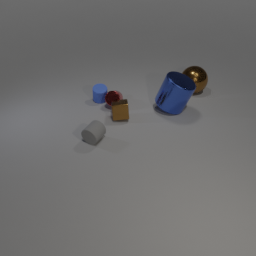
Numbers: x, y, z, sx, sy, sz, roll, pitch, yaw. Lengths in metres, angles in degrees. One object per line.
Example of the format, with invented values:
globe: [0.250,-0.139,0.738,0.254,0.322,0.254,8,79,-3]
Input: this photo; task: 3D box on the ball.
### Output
ball: [3.368,-2.467,14.310,1.400,1.400,1.400,0,32,0]

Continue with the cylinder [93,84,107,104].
cylinder: [-1.347,-1.661,13.518,0.700,0.700,0.700,2,51,-3]

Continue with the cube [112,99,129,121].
cube: [-0.333,-0.792,12.130,0.700,0.700,0.700,-5,25,-1]

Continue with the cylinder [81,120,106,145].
cylinder: [-1.308,0.167,10.715,0.700,0.700,0.700,16,41,24]

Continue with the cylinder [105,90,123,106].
cylinder: [-0.648,-1.391,13.049,0.700,0.700,0.700,7,9,10]

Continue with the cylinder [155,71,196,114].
cylinder: [2.099,-1.568,12.511,1.400,1.400,1.400,15,39,-12]
